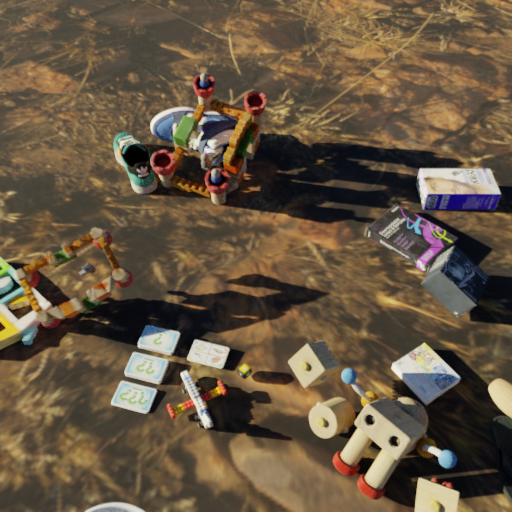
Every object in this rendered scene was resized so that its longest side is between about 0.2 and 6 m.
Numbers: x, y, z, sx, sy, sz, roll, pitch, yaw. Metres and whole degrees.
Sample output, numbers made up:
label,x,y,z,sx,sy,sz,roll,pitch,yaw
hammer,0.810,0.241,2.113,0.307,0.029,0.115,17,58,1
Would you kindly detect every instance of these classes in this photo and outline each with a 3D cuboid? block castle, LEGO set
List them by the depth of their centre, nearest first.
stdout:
label,x,y,z,sx,sy,sz,roll,pitch,yaw
LEGO set,-1.228,2.036,9.657,2.171,0.533,1.622,12,52,11
block castle,-3.399,0.422,10.554,1.898,0.891,1.269,-30,83,-9
block castle,-1.018,-2.729,12.875,1.872,1.315,2.802,21,68,7

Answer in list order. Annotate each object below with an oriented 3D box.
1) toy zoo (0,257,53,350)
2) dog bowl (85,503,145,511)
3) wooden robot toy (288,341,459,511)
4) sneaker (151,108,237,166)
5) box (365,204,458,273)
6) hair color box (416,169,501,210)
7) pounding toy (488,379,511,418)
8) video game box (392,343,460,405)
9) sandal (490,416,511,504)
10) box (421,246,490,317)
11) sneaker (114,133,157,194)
label,x,y,z,sx,sy,sz,roll,pitch,yaw
toy zoo,-4.989,0.995,10.752,2.276,0.233,1.493,35,54,28
dog bowl,-1.946,4.240,7.513,1.615,0.636,1.615,0,48,0
wooden robot toy,1.997,2.700,8.855,3.328,1.466,1.510,39,23,31
sneaker,-1.469,-2.913,13.912,2.236,0.901,1.637,-3,43,-10
box,3.324,-0.413,12.033,1.605,0.290,1.147,34,56,30
hair color box,4.635,-1.545,12.923,1.663,0.539,0.909,-1,48,1
pounding toy,5.345,2.298,8.549,3.022,1.733,1.728,-11,44,-10
video game box,2.969,2.057,9.822,0.797,0.205,0.875,-27,53,-20
sandal,4.029,3.192,8.652,0.598,0.381,1.590,-2,47,-2
box,3.823,0.479,10.739,0.945,0.586,0.929,43,51,2
sneaker,-2.947,-2.482,13.539,0.784,0.877,2.195,-20,50,-17
